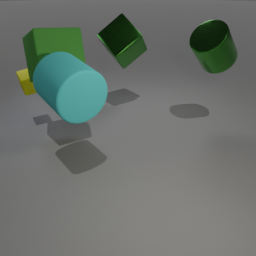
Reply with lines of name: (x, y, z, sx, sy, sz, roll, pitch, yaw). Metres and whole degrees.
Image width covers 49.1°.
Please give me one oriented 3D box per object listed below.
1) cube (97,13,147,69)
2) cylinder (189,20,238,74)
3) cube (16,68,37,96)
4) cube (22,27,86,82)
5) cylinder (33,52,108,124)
cube: (-0.220, -3.679, 12.033, 1.400, 1.400, 1.400, -39, 74, 5)
cylinder: (3.146, -2.951, 10.271, 1.400, 1.400, 1.400, -15, 59, 28)
cube: (-3.684, -1.758, 10.531, 0.700, 0.700, 0.700, -23, 50, -21)
cube: (-2.228, -2.178, 8.463, 1.400, 1.400, 1.400, -13, 13, -30)
cylinder: (-1.464, -1.034, 7.072, 1.400, 1.400, 1.400, -20, 42, -33)
